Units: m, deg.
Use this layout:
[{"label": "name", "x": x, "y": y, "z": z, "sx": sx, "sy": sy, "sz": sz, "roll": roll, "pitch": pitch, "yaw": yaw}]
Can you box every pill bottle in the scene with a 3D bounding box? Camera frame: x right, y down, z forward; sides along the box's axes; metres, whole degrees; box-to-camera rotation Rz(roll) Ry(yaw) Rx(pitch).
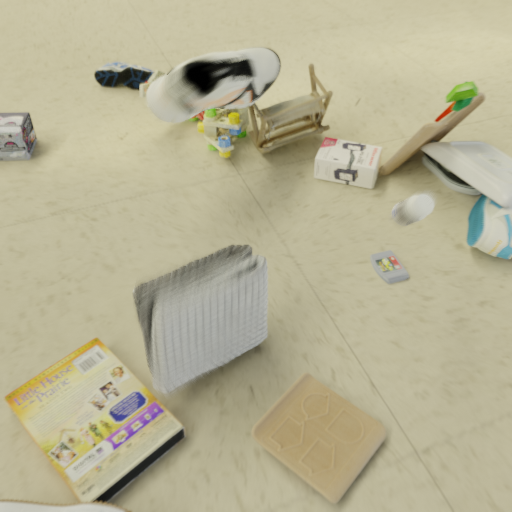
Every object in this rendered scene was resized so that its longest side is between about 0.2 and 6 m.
[{"label": "pill bottle", "x": 2.300, "y": -0.678, "z": 8.225, "sx": 0.366, "sy": 0.644, "sz": 0.366, "roll": 2, "pitch": 82, "yaw": -14}]

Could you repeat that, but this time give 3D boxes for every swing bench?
[{"label": "swing bench", "x": 0.752, "y": -3.242, "z": 12.986, "sx": 1.702, "sy": 1.711, "sz": 1.110, "roll": -22, "pitch": 63, "yaw": -7}]

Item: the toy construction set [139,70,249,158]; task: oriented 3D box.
[{"label": "toy construction set", "x": -1.382, "y": -3.570, "z": 13.773, "sx": 2.914, "sy": 1.342, "sz": 1.910, "roll": 30, "pitch": 51, "yaw": 14}]

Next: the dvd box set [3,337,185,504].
[{"label": "dvd box set", "x": -2.367, "y": 2.345, "z": 8.145, "sx": 2.251, "sy": 0.331, "sz": 1.647, "roll": 35, "pitch": 53, "yaw": 31}]

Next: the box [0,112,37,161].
[{"label": "box", "x": -6.080, "y": -2.809, "z": 13.201, "sx": 1.438, "sy": 0.825, "sz": 0.950, "roll": -2, "pitch": 44, "yaw": -2}]

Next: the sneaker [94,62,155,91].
[{"label": "sneaker", "x": -3.565, "y": -5.136, "z": 15.732, "sx": 1.890, "sy": 0.715, "sz": 0.728, "roll": 10, "pitch": 48, "yaw": 8}]

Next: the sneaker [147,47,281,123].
[{"label": "sneaker", "x": -0.602, "y": -3.567, "z": 11.358, "sx": 3.164, "sy": 1.166, "sz": 1.266, "roll": -31, "pitch": 9, "yaw": -30}]

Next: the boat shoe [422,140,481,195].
[{"label": "boat shoe", "x": 4.371, "y": -1.991, "z": 12.494, "sx": 0.626, "sy": 0.616, "sz": 1.738, "roll": -24, "pitch": 49, "yaw": -23}]

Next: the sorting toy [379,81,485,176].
[{"label": "sorting toy", "x": 3.988, "y": -2.926, "z": 12.032, "sx": 2.108, "sy": 2.851, "sz": 0.420, "roll": -32, "pitch": 81, "yaw": -31}]

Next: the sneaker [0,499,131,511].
[{"label": "sneaker", "x": -2.374, "y": 3.552, "z": 6.564, "sx": 2.077, "sy": 0.728, "sz": 1.127, "roll": -1, "pitch": 38, "yaw": 9}]

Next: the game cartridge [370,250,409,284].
[{"label": "game cartridge", "x": 2.476, "y": 0.204, "z": 10.544, "sx": 0.498, "sy": 0.153, "sz": 0.748, "roll": -16, "pitch": 46, "yaw": -11}]

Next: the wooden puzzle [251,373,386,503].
[{"label": "wooden puzzle", "x": 0.884, "y": 2.553, "z": 7.953, "sx": 1.474, "sy": 0.341, "sz": 1.365, "roll": 34, "pitch": 53, "yaw": 25}]

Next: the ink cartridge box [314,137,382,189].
[{"label": "ink cartridge box", "x": 2.085, "y": -2.105, "z": 12.647, "sx": 1.357, "sy": 0.572, "sz": 0.982, "roll": 13, "pitch": 45, "yaw": 13}]

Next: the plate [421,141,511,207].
[{"label": "plate", "x": 5.030, "y": -1.875, "z": 11.959, "sx": 2.293, "sy": 0.371, "sz": 2.298, "roll": -9, "pitch": 44, "yaw": -39}]

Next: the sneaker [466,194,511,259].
[{"label": "sneaker", "x": 4.780, "y": -0.728, "z": 11.149, "sx": 0.857, "sy": 0.812, "sz": 2.122, "roll": 27, "pitch": 48, "yaw": 3}]

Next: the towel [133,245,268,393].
[{"label": "towel", "x": -0.798, "y": 0.908, "z": 8.397, "sx": 2.065, "sy": 1.710, "sz": 0.884, "roll": -25, "pitch": 45, "yaw": -30}]
